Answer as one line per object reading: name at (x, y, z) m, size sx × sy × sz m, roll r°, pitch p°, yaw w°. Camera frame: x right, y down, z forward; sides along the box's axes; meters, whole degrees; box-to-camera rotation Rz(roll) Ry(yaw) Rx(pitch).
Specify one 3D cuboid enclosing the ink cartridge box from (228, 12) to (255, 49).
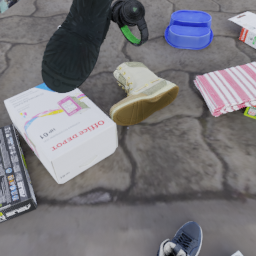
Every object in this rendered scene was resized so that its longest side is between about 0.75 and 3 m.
ink cartridge box at (5.619, -4.078, 12.011) m, size 1.382 × 0.639 × 2.536 m, roll -27°, pitch 52°, yaw -22°

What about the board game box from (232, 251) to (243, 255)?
board game box at (2.237, 3.554, 5.383) m, size 1.348 × 0.419 × 1.785 m, roll -24°, pitch 53°, yaw -20°

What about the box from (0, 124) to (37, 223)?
box at (-3.759, 1.270, 7.291) m, size 2.143 × 0.592 × 2.675 m, roll -20°, pitch 51°, yaw -16°

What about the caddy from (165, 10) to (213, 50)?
caddy at (2.559, -4.036, 11.715) m, size 2.014 × 1.057 × 1.424 m, roll 8°, pitch 70°, yaw 9°

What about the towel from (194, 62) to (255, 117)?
towel at (3.889, -1.407, 9.326) m, size 2.913 × 0.436 × 2.132 m, roll -13°, pitch 39°, yaw 3°

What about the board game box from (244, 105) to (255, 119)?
board game box at (5.230, -0.577, 8.906) m, size 2.605 × 0.620 × 1.323 m, roll 23°, pitch 52°, yaw 19°

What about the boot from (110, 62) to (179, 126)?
boot at (0.088, -1.249, 9.284) m, size 2.659 × 0.958 × 2.056 m, roll -27°, pitch 55°, yaw -29°

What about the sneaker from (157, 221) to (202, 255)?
sneaker at (1.127, 2.469, 5.825) m, size 0.647 × 1.229 × 1.701 m, roll 28°, pitch 53°, yaw 25°

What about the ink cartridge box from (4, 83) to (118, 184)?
ink cartridge box at (-1.907, -0.081, 8.085) m, size 2.016 × 1.181 × 2.790 m, roll -32°, pitch 57°, yaw -25°

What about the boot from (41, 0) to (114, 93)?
boot at (-1.001, -1.956, 6.237) m, size 0.960 × 2.126 × 2.594 m, roll 21°, pitch 92°, yaw -9°

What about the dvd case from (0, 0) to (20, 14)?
dvd case at (-2.456, -2.860, 5.830) m, size 0.105 × 0.953 × 0.695 m, roll 44°, pitch 68°, yaw -5°

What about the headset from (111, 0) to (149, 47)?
headset at (0.059, -3.185, 7.555) m, size 0.905 × 1.927 × 1.190 m, roll -38°, pitch 35°, yaw -13°
